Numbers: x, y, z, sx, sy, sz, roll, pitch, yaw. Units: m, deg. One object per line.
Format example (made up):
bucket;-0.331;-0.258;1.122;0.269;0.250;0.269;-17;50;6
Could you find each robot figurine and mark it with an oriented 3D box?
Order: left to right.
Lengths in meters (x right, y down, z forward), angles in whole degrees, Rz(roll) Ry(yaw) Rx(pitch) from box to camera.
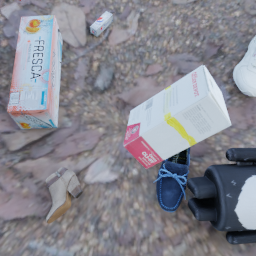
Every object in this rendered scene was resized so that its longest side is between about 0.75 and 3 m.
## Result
robot figurine;2.394;1.403;5.781;2.218;1.667;1.384;-3;44;-1

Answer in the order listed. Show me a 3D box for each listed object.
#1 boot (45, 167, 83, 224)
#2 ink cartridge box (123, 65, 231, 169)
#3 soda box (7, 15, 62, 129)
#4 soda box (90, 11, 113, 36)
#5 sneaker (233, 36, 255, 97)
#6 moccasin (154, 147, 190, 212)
boot;-1.602;1.465;6.356;1.133;0.398;0.828;-42;65;-18
ink cartridge box;0.716;-0.169;4.281;1.455;0.607;1.056;-32;23;26
soda box;-2.330;-1.489;7.323;0.951;1.023;2.990;-2;65;-1
soda box;-0.796;-3.172;8.520;0.257;0.276;0.810;34;70;15
sneaker;3.519;-1.929;7.459;0.873;1.162;2.333;23;69;6
moccasin;1.023;0.911;6.420;0.771;0.653;1.916;8;65;4
